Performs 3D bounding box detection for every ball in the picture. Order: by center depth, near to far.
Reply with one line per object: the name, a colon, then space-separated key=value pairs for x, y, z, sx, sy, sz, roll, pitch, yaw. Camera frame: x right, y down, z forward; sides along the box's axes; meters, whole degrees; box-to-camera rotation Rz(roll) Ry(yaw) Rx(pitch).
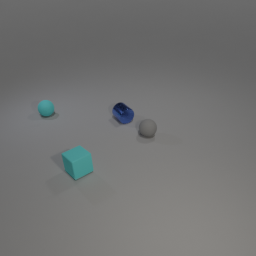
ball: x=0.771 y=-0.007 z=10.826 sx=0.700 sy=0.700 sz=0.700 roll=0 pitch=32 yaw=0
ball: x=-3.561 y=-0.865 z=12.166 sx=0.700 sy=0.700 sz=0.700 roll=0 pitch=32 yaw=0

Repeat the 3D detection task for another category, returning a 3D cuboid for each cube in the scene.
cube: x=-1.621 y=1.102 z=9.024 sx=0.700 sy=0.700 sz=0.700 roll=-25 pitch=35 yaw=-32

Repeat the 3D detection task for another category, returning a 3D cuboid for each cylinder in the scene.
cylinder: x=-0.204 y=-0.634 z=11.824 sx=0.700 sy=0.700 sz=0.700 roll=-18 pitch=36 yaw=-25
